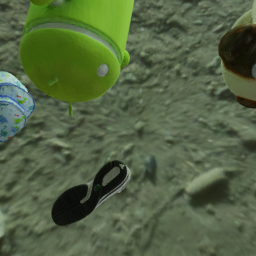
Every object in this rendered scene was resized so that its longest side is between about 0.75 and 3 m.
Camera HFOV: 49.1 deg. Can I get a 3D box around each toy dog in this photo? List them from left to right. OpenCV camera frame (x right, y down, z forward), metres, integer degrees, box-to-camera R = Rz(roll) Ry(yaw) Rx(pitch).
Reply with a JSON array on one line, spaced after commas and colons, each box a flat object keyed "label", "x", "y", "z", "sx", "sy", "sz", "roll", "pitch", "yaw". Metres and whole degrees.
[{"label": "toy dog", "x": 2.409, "y": -1.488, "z": 4.303, "sx": 2.414, "sy": 1.738, "sz": 2.490, "roll": 20, "pitch": 60, "yaw": 42}]

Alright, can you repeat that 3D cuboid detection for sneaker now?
[{"label": "sneaker", "x": -0.458, "y": 1.023, "z": 4.144, "sx": 1.279, "sy": 0.736, "sz": 0.483, "roll": -36, "pitch": 65, "yaw": -1}]

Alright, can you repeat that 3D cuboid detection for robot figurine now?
[{"label": "robot figurine", "x": -0.727, "y": -1.521, "z": 4.216, "sx": 1.463, "sy": 2.218, "sz": 2.528, "roll": 6, "pitch": 71, "yaw": 10}]

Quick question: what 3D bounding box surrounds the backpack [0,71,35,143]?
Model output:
[{"label": "backpack", "x": -2.483, "y": -0.379, "z": 5.487, "sx": 1.217, "sy": 1.114, "sz": 0.895, "roll": -43, "pitch": 53, "yaw": -4}]
